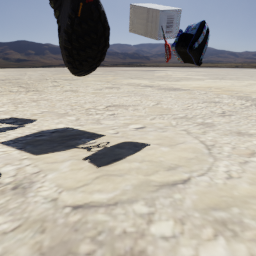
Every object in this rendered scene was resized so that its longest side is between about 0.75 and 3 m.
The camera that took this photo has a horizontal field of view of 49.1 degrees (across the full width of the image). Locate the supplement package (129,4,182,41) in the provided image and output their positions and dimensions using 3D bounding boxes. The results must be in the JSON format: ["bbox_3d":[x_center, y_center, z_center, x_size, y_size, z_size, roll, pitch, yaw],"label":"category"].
[{"bbox_3d":[0.928,-3.842,10.050,1.026,1.023,1.750,-18,35,-31],"label":"supplement package"}]

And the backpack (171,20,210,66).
[{"bbox_3d":[1.938,-2.605,8.373,0.788,1.172,1.070,22,-5,36],"label":"backpack"}]

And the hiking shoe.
[{"bbox_3d":[-1.136,-2.640,6.093,1.132,2.989,1.505,-13,39,-20],"label":"hiking shoe"}]

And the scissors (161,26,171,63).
[{"bbox_3d":[1.191,-2.722,8.727,0.102,1.464,0.536,-2,-17,-4],"label":"scissors"}]
